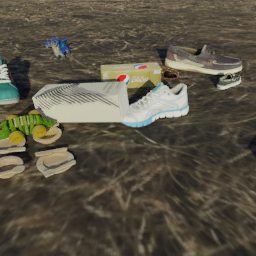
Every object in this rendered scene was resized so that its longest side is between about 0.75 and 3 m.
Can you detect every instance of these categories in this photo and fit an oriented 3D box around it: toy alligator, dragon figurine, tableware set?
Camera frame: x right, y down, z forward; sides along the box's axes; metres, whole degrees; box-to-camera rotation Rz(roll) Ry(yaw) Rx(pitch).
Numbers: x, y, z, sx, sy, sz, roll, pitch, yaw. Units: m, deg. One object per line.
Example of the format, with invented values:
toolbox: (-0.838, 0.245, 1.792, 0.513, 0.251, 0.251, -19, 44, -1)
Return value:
toy alligator: (-2.692, -0.002, 6.501, 1.984, 0.477, 0.658, -16, 57, -18)
dragon figurine: (-2.932, -3.672, 12.340, 0.617, 1.043, 2.098, 9, 33, 12)
tableware set: (-2.264, 0.512, 6.471, 1.770, 0.246, 2.119, -12, 34, -19)

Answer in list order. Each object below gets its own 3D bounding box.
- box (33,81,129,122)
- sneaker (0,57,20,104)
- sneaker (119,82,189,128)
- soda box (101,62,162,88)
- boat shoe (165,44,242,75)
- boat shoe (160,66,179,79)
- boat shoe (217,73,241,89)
box: (-1.191, -0.668, 7.286, 2.279, 0.779, 0.936, -1, 31, 12)
sneaker: (-4.086, -1.587, 8.655, 0.941, 1.053, 2.635, -15, 36, -34)
sneaker: (0.678, -0.742, 7.775, 2.321, 1.006, 0.870, -17, 37, -23)
soda box: (0.086, -1.826, 9.786, 2.059, 0.659, 0.697, -4, 33, -7)
boat shoe: (2.945, -2.745, 10.940, 2.982, 0.966, 1.072, 9, 33, 14)
boat shoe: (1.349, -2.033, 10.371, 1.076, 0.379, 0.378, 9, 30, 13)
boat shoe: (3.603, -1.719, 9.853, 1.263, 0.402, 0.447, -27, 41, -35)
